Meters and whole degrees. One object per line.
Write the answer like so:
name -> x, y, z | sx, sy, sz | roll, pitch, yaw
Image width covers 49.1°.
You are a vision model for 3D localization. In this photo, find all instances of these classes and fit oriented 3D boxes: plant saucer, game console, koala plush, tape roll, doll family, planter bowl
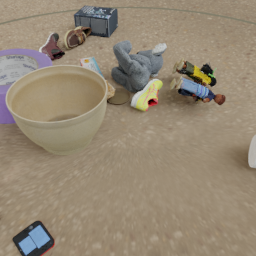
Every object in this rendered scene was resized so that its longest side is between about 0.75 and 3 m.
plant saucer -> -0.361, -1.125, 10.070 | 0.950, 0.140, 0.950 | 1, 43, 0
game console -> -2.060, 2.481, 6.141 | 0.694, 0.122, 0.785 | -31, 50, -29
koala plush -> 0.589, -2.327, 10.437 | 1.877, 1.664, 1.725 | -28, 61, -28
tape roll -> -3.991, -1.537, 9.712 | 2.906, 1.235, 2.906 | 0, 43, 0
doll family -> 2.411, -1.533, 9.657 | 1.622, 1.101, 2.807 | 26, 45, -8
planter bowl -> -1.875, -0.366, 8.021 | 2.653, 1.785, 2.653 | 0, 42, 0

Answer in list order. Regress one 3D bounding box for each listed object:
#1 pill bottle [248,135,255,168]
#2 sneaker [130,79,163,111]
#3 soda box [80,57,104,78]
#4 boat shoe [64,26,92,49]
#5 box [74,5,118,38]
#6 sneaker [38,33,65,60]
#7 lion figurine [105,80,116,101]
pill bottle -> 4.273, 0.749, 7.251 | 1.971, 1.179, 1.179 | 9, 43, 10
sneaker -> 0.807, -1.092, 9.763 | 0.738, 0.639, 1.634 | 32, 56, 19
soda box -> -1.375, -2.030, 10.734 | 0.616, 0.573, 1.802 | -12, 45, -13
boat shoe -> -2.282, -4.265, 13.037 | 0.703, 0.705, 1.954 | 2, 34, 22
box -> -1.578, -5.381, 14.094 | 1.835, 0.982, 1.362 | 11, 44, 12
sneaker -> -3.174, -3.537, 12.430 | 1.000, 0.655, 1.732 | 14, 54, 7
lion figurine -> -1.573, -0.960, 9.537 | 2.190, 0.793, 1.341 | -42, 62, -16
